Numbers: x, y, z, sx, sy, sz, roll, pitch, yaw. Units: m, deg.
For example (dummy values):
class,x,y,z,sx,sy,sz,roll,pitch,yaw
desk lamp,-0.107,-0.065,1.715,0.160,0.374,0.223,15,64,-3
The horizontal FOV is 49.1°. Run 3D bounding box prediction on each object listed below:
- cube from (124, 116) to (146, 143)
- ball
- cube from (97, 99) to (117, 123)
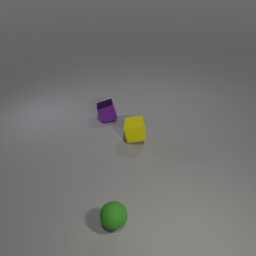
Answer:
class,x,y,z,sx,sy,sz,roll,pitch,yaw
cube,0.267,0.044,10.584,0.700,0.700,0.700,-7,36,10
ball,-0.362,2.204,7.078,0.700,0.700,0.700,0,32,0
cube,-0.908,-0.743,12.064,0.700,0.700,0.700,-17,30,2
